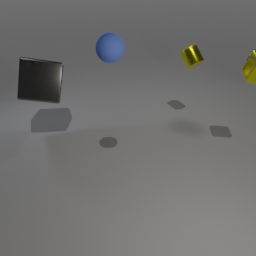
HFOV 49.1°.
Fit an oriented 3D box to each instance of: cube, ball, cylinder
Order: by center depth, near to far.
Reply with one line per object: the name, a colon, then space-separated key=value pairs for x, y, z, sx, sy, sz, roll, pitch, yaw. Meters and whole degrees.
ball: x=-0.422 y=-1.904 z=6.691 sx=0.700 sy=0.700 sz=0.700 roll=0 pitch=30 yaw=0
cube: x=3.912 y=-1.749 z=8.256 sx=0.700 sy=0.700 sz=0.700 roll=13 pitch=46 yaw=-4
cube: x=-3.112 y=-1.706 z=9.992 sx=1.400 sy=1.400 sz=1.400 roll=4 pitch=11 yaw=-17
cylinder: x=2.498 y=-2.733 z=10.857 sx=0.700 sy=0.700 sz=0.700 roll=-23 pitch=-7 yaw=-3
